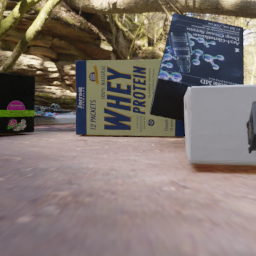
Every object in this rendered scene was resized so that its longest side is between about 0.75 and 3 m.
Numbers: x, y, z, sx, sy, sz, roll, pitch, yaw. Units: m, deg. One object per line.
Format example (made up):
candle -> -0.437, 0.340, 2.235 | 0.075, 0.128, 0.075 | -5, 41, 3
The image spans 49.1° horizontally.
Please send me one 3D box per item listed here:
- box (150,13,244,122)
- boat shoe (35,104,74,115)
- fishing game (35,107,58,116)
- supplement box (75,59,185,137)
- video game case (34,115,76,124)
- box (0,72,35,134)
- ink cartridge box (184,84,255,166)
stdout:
box -> 1.151, -0.967, 4.666 | 1.238, 1.668, 0.893 | 13, -34, 4
boat shoe -> -4.116, -0.941, 15.681 | 2.423, 0.859, 0.873 | -4, 6, -45
fishing game -> -3.562, -0.601, 10.210 | 1.789, 0.388, 2.498 | 2, 4, 3
supplement box -> 0.173, -0.699, 6.950 | 2.392, 1.606, 2.390 | 1, 4, 8
video game case -> -3.078, -0.371, 11.482 | 2.835, 0.326, 2.583 | -1, 4, -13
box -> -3.120, -0.552, 6.130 | 1.122, 1.340, 1.805 | 8, 8, 41
ink cartridge box -> 1.597, -0.033, 3.107 | 1.884, 0.806, 1.390 | -1, 0, 10
